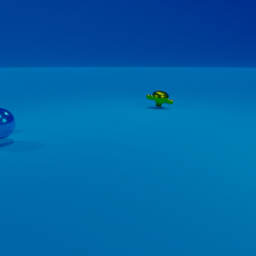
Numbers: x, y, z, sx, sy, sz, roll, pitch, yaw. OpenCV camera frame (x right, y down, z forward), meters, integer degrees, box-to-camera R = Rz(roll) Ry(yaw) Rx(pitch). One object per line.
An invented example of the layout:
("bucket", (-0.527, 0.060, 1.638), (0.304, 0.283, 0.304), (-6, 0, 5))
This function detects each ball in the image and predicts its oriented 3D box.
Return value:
("ball", (-3.103, -0.106, 6.716), (0.763, 0.763, 0.763), (0, 14, 0))

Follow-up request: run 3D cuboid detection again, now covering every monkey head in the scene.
("monkey head", (1.357, -1.196, 11.955), (1.178, 0.848, 0.710), (14, 30, 6))
